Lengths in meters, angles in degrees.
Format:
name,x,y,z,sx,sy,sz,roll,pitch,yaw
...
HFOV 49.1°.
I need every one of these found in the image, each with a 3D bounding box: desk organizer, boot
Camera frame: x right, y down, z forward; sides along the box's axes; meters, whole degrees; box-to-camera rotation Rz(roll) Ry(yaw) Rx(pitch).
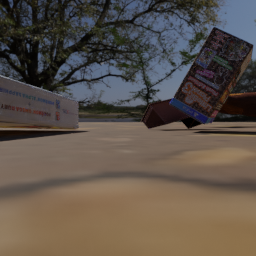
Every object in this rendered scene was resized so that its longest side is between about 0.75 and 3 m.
name,x,y,z,sx,sy,sz,roll,pitch,yaw
desk organizer,1.076,-0.283,6.035,1.491,0.574,0.535,-16,-34,-35
boot,3.081,-0.926,8.579,2.330,0.798,2.194,10,1,-33

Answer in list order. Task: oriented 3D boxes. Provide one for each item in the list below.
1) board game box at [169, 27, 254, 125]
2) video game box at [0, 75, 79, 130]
name,x,y,z,sx,sy,sz,roll,pitch,yaw
board game box,1.435,-0.808,4.754,0.661,1.365,1.088,33,13,18
video game box,-2.552,-0.328,4.426,2.784,0.652,2.537,1,-4,14
